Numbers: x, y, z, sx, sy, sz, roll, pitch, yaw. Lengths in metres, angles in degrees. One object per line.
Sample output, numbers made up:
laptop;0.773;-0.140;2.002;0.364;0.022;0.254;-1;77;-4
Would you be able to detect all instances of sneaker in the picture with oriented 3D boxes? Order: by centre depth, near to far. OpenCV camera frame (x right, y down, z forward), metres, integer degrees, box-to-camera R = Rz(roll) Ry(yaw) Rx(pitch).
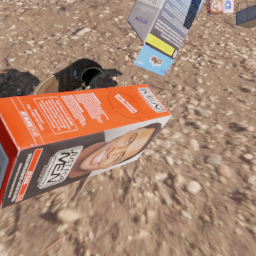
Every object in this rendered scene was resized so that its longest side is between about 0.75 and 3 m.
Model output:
sneaker;-1.491;-1.017;6.980;0.809;0.754;2.141;26;63;35

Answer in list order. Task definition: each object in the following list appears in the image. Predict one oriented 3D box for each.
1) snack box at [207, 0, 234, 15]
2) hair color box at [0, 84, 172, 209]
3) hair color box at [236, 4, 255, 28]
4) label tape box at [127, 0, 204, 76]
snack box;1.638;-2.722;4.993;0.465;1.292;0.157;-8;15;-11
hair color box;-0.683;0.146;4.367;2.692;1.366;0.824;-15;59;-43
hair color box;3.284;-2.785;6.785;0.584;0.358;1.181;-2;3;-30
label tape box;0.669;-2.086;5.389;0.639;1.933;1.385;36;18;27
